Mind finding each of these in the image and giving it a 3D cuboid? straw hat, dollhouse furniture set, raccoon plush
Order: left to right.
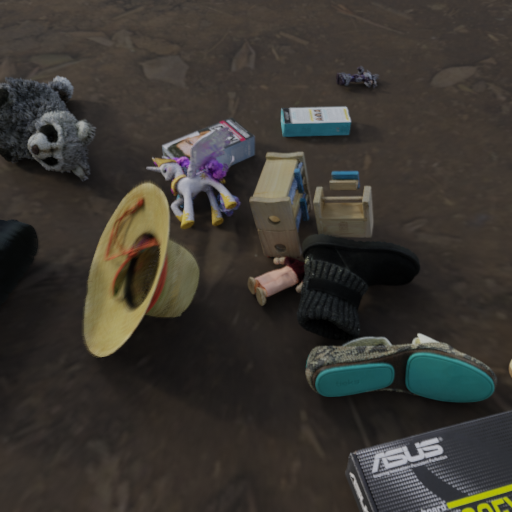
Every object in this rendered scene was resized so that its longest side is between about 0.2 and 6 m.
[{"bbox_3d":[-3.506,-2.608,10.352,1.932,1.395,2.884,17,49,4],"label":"raccoon plush"},{"bbox_3d":[-1.358,0.264,7.600,1.038,2.453,2.453,22,37,-34],"label":"straw hat"},{"bbox_3d":[0.941,-0.750,8.452,1.671,1.171,1.178,2,46,17],"label":"dollhouse furniture set"}]

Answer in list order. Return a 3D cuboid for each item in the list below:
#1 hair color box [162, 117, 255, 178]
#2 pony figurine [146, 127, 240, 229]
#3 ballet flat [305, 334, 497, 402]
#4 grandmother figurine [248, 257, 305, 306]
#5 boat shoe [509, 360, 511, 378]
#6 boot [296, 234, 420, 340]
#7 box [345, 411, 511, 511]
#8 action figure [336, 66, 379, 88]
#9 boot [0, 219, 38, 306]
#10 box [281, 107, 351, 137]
[{"bbox_3d":[-0.851,-1.924,10.216,1.519,0.461,0.752,-29,54,-23],"label":"hair color box"},{"bbox_3d":[-0.902,-1.264,9.274,1.494,1.289,1.548,-24,66,-9],"label":"pony figurine"},{"bbox_3d":[1.776,1.343,7.093,2.306,0.782,0.868,0,29,3],"label":"ballet flat"},{"bbox_3d":[0.522,0.280,8.274,1.282,0.388,0.777,-19,56,-21],"label":"grandmother figurine"},{"bbox_3d":[4.174,0.920,7.431,0.777,0.704,2.181,33,55,27],"label":"boat shoe"},{"bbox_3d":[1.450,0.511,7.798,1.850,0.696,1.383,7,55,-8],"label":"boot"},{"bbox_3d":[2.584,2.817,5.749,2.733,0.605,2.189,-10,48,-9],"label":"box"},{"bbox_3d":[2.224,-3.839,12.088,0.938,0.325,0.610,-8,42,-12],"label":"action figure"},{"bbox_3d":[-4.812,0.320,7.702,2.441,1.110,2.906,12,46,9],"label":"boot"},{"bbox_3d":[1.154,-2.620,10.951,1.305,0.321,0.537,-2,47,-2],"label":"box"}]
